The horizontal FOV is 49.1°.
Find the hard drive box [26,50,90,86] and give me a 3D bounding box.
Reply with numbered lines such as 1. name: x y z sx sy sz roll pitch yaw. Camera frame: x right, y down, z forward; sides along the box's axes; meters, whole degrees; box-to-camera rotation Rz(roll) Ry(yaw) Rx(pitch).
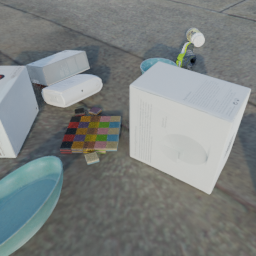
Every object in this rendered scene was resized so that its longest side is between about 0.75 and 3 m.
1. hard drive box: -2.736 -2.394 10.943 1.920 0.737 1.496 -31 32 -31

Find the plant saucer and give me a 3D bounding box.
1. plant saucer: -2.454 1.743 5.898 2.874 0.517 2.874 -26 24 13

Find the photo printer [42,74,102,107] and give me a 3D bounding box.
1. photo printer: -1.915 -1.387 9.913 1.821 0.632 1.515 -33 31 -35

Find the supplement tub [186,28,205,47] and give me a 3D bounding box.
1. supplement tub: 3.280 -4.393 13.603 0.665 0.665 0.917 -8 41 -9

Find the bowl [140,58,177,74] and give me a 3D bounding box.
1. bowl: 1.180 -2.063 10.870 1.416 0.741 1.416 0 41 0

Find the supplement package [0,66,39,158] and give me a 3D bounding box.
1. supplement package: -4.343 -0.547 8.313 2.434 1.790 2.327 1 41 3

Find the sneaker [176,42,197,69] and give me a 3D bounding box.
1. sneaker: 2.636 -3.090 12.210 0.751 0.686 1.856 21 52 13

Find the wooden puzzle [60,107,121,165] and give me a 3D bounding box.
1. wooden puzzle: -1.080 0.158 8.613 1.654 0.196 2.789 0 36 4

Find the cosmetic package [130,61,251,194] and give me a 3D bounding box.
1. cosmetic package: 1.426 -0.048 7.223 2.466 2.458 1.516 23 47 23
